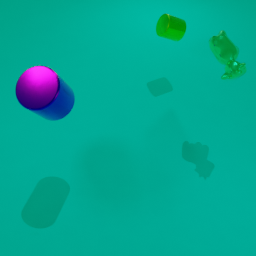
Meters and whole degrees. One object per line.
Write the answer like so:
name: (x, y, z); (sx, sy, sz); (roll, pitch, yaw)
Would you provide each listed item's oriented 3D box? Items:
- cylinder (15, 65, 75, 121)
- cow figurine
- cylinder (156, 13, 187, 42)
cylinder: (-1.761, -0.723, 6.076); (0.960, 0.960, 0.960); (-2, 78, 8)
cow figurine: (2.410, -1.750, 6.842); (1.168, 0.641, 1.149); (47, 36, -16)
cylinder: (1.409, -3.284, 9.184); (0.731, 0.731, 0.731); (5, 47, -30)
